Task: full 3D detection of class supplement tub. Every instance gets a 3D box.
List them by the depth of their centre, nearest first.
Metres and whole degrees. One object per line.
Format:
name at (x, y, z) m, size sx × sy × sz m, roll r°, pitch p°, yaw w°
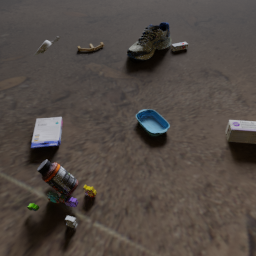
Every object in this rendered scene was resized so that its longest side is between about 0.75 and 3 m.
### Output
supplement tub at (-1.697, 1.188, 6.733) m, size 0.517 × 0.967 × 0.517 m, roll -40°, pitch 19°, yaw 17°

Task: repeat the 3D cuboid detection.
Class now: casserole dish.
casserole dish at (0.766, -0.150, 8.823) m, size 0.754 × 0.242 × 1.245 m, roll -22°, pitch 45°, yaw -22°

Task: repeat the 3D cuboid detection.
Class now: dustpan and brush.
dustpan and brush at (-2.745, -2.858, 9.635) m, size 1.079 × 0.309 × 0.753 m, roll -46°, pitch 22°, yaw 12°

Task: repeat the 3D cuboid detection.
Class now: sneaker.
sneaker at (0.914, -3.959, 12.426) m, size 1.073 × 1.186 × 2.785 m, roll 28°, pitch 49°, yaw 28°

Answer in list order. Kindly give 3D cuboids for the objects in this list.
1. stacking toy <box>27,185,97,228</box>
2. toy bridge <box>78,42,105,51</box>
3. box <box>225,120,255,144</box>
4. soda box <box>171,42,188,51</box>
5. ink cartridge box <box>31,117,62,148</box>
stacking toy at (-1.562, 1.718, 6.687) m, size 1.348 × 0.317 × 1.017 m, roll 12°, pitch 41°, yaw 17°
toy bridge at (-1.663, -3.717, 12.919) m, size 1.250 × 0.170 × 0.420 m, roll -15°, pitch 47°, yaw -17°
box at (4.236, 0.165, 8.256) m, size 2.523 × 0.523 × 0.488 m, roll 3°, pitch 41°, yaw 5°
soda box at (2.382, -3.758, 12.913) m, size 0.754 × 0.240 × 0.257 m, roll -16°, pitch 44°, yaw -17°
ink cartridge box at (-2.419, 0.178, 8.428) m, size 0.790 × 0.278 × 1.323 m, roll -5°, pitch 39°, yaw -5°
